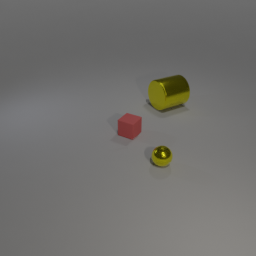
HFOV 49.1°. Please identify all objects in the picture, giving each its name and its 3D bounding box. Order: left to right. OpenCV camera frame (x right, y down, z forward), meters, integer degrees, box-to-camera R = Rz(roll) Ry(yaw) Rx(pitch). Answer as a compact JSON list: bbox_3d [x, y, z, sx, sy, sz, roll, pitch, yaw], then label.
[{"bbox_3d":[0.071,-0.074,10.947,0.700,0.700,0.700,17,35,26],"label":"cube"},{"bbox_3d":[1.129,0.929,9.289,0.700,0.700,0.700,0,31,0],"label":"ball"},{"bbox_3d":[1.863,-1.637,12.844,1.400,1.400,1.400,-17,35,-26],"label":"cylinder"}]
